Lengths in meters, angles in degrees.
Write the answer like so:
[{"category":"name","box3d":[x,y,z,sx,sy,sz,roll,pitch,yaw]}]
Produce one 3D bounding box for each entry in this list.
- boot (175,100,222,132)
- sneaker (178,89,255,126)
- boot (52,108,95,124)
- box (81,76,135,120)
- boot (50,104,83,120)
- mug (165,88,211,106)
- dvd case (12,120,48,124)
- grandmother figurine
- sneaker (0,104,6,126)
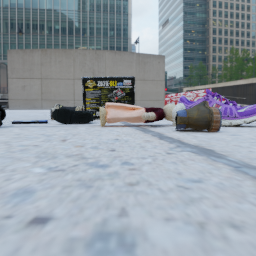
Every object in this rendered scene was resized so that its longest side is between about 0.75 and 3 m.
[{"category":"boot","box3d":[1.747,-0.372,7.907,1.094,0.843,2.258,2,6,-2]},{"category":"sneaker","box3d":[3.027,-0.682,9.341,2.946,1.229,1.188,3,5,23]},{"category":"boot","box3d":[-1.993,-0.447,10.601,1.555,0.576,1.275,3,4,-7]},{"category":"box","box3d":[-0.917,-1.454,13.438,2.528,2.018,0.624,-3,14,-7]},{"category":"boot","box3d":[-2.986,-0.821,14.092,1.524,0.741,2.024,-1,8,-3]},{"category":"mug","box3d":[3.032,-1.170,14.123,2.295,1.531,2.038,-2,2,19]},{"category":"dvd case","box3d":[-3.736,-0.234,10.747,1.266,0.111,0.903,-1,6,-16]},{"category":"grandmother figurine","box3d":[0.532,-0.450,9.180,2.864,0.867,1.737,-3,14,-8]},{"category":"sneaker","box3d":[-4.329,-0.400,8.790,0.938,0.791,2.144,-1,9,-22]}]
